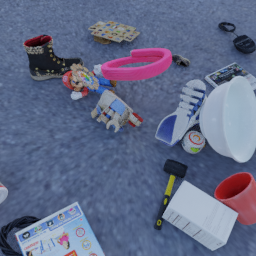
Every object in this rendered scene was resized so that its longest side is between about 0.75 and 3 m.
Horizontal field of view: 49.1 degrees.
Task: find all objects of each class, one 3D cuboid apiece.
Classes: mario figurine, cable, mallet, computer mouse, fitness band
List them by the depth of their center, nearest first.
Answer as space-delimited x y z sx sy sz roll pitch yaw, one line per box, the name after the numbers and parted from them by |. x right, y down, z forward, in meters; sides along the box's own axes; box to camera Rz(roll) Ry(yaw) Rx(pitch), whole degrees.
-2.949 3.174 8.101 1.581 0.402 1.290 28 60 9 | cable
1.406 2.140 9.053 0.785 0.491 2.384 13 59 5 | mallet
0.300 -2.450 10.699 2.896 0.542 2.080 7 36 38 | fitness band
-1.653 -1.872 11.584 2.221 1.177 1.371 11 49 5 | mario figurine
5.446 -4.545 14.153 0.844 0.490 2.878 -23 49 2 | computer mouse

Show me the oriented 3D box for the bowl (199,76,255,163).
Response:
3.406 -0.283 9.790 1.306 2.906 2.906 -1 43 44 | bowl

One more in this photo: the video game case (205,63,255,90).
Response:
4.632 -2.058 12.337 1.829 0.214 1.663 -26 58 -18 | video game case

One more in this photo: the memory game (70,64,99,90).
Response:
-1.467 -1.770 9.621 1.200 0.076 1.200 35 29 -23 | memory game

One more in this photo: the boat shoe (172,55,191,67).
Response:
2.421 -3.132 13.060 0.969 0.361 0.355 23 56 18 | boat shoe

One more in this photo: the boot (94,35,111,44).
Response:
-1.301 -4.476 14.088 0.937 0.354 0.345 17 53 11 | boot

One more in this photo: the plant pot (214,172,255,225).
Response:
3.431 2.160 8.397 1.280 1.280 1.133 -39 98 -26 | plant pot

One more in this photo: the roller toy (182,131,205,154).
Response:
2.366 0.523 10.141 0.812 0.567 0.741 -32 66 -31 | roller toy

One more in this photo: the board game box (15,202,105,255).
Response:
-1.839 3.327 7.745 1.882 0.526 1.843 -23 65 -24 | board game box

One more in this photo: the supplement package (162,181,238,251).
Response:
2.063 2.558 8.198 1.749 1.026 1.023 31 59 14 | supplement package

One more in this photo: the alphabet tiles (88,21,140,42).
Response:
-0.706 -4.985 14.395 2.405 0.076 2.001 21 44 15 | alphabet tiles

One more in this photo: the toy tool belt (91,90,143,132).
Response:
-0.489 -0.409 10.624 1.278 1.298 2.079 -51 59 7 | toy tool belt

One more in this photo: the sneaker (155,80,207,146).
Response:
2.277 -0.346 10.459 1.046 1.496 2.590 32 89 40 | sneaker

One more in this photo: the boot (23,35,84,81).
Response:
-3.191 -3.081 12.087 2.425 1.826 0.887 -12 54 -9 | boot

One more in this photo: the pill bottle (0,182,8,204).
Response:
-4.576 1.852 9.007 1.353 0.770 0.770 35 60 24 | pill bottle
